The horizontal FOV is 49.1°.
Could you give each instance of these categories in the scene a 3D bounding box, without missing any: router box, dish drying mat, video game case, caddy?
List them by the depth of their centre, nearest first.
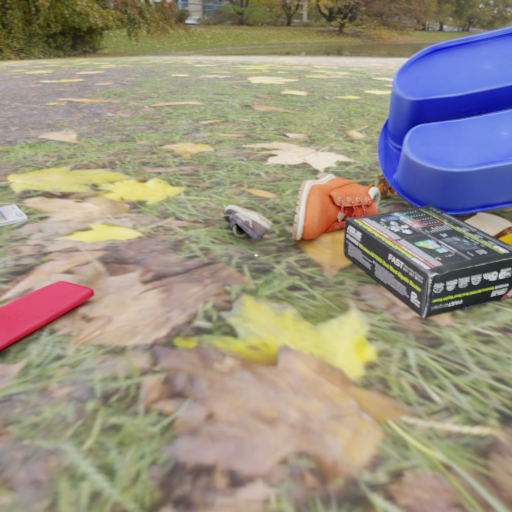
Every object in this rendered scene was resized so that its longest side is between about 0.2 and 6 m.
[{"bbox_3d":[-3.581,0.993,8.144,0.956,0.226,2.488,13,29,28],"label":"dish drying mat"},{"bbox_3d":[2.942,-0.014,9.606,1.905,0.790,2.542,-9,26,-19],"label":"router box"},{"bbox_3d":[4.889,-2.665,11.729,4.656,3.292,2.444,-8,-20,13],"label":"caddy"},{"bbox_3d":[-5.595,-0.860,12.269,0.872,0.110,0.957,-17,31,-33],"label":"video game case"}]

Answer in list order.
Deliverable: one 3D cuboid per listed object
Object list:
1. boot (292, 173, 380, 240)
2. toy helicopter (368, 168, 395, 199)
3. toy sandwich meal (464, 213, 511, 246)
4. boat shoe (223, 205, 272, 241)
[{"bbox_3d":[1.683,-0.987,11.528,1.520,1.064,2.835,16,29,19],"label":"boot"},{"bbox_3d":[3.086,-1.890,13.512,0.693,1.048,0.413,14,-11,-43],"label":"toy helicopter"},{"bbox_3d":[4.290,-0.383,10.765,1.444,0.495,1.444,0,25,0],"label":"toy sandwich meal"},{"bbox_3d":[-0.276,-0.629,11.209,0.521,0.578,1.608,-56,33,-9],"label":"boat shoe"}]
